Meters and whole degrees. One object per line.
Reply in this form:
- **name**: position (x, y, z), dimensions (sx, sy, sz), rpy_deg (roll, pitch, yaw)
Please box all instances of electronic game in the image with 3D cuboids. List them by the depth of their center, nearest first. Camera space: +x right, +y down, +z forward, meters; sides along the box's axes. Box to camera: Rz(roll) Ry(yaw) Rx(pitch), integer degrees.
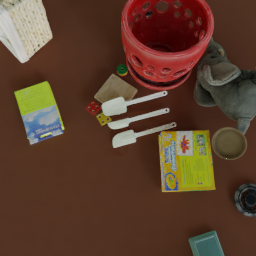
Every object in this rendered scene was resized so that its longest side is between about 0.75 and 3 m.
- **electronic game**: position (3.695, 2.170, 8.475), dimensions (0.981, 0.204, 0.981), rpy_deg (0, 77, -1)

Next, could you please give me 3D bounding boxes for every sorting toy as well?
- **sorting toy**: position (-0.433, -1.023, 9.192), dimensions (1.019, 0.357, 2.114), rpy_deg (34, 77, 8)

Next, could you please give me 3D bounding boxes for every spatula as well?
- **spatula**: position (0.380, -0.369, 8.920), dimensions (2.172, 0.174, 1.510), rpy_deg (-16, 94, -5)

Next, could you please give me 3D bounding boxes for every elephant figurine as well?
- **elephant figurine**: position (2.896, -1.488, 8.787), dimensions (2.777, 2.155, 1.965), rpy_deg (30, 121, 18)

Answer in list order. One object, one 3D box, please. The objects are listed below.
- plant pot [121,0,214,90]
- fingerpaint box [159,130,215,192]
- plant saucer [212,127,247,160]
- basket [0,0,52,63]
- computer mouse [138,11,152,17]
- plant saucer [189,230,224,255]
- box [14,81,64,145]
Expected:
- **plant pot**: position (1.024, -2.573, 8.470), dimensions (2.507, 2.283, 2.507), rpy_deg (1, 72, -2)
- **fingerpaint box**: position (1.746, 1.015, 8.532), dimensions (1.487, 0.654, 1.783), rpy_deg (-2, 75, -1)
- **plant saucer**: position (2.894, 0.433, 8.024), dimensions (0.963, 0.142, 0.963), rpy_deg (6, 103, 29)
- **basket**: position (-3.538, -3.543, 8.813), dimensions (1.488, 2.412, 1.635), rpy_deg (-41, 79, -14)
- **computer mouse**: position (0.742, -3.937, 9.733), dimensions (0.197, 0.858, 0.602), rpy_deg (-23, 101, -40)
- **plant saucer**: position (2.549, 4.287, 7.947), dimensions (0.867, 0.235, 2.480), rpy_deg (-16, 76, -4)
- **box**: position (-2.820, -0.466, 9.011), dimensions (1.135, 0.443, 1.861), rpy_deg (-20, 77, -5)
